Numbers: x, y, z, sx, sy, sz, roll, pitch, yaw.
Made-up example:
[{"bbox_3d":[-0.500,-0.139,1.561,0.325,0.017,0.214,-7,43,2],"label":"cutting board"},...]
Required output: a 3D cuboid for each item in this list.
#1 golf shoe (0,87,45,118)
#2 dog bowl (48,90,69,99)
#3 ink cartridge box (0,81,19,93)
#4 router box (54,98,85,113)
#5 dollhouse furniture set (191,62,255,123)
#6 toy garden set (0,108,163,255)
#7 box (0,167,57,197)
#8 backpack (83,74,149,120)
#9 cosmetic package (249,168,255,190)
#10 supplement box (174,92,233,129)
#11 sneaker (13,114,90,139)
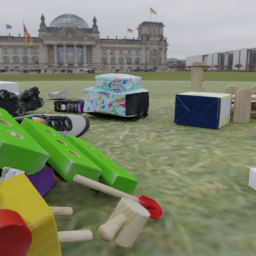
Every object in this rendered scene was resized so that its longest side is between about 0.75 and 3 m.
[{"bbox_3d":[-4.386,-0.758,10.136,1.373,1.129,2.905,-14,4,24],"label":"golf shoe"},{"bbox_3d":[-4.137,-1.999,16.784,1.318,0.386,1.318,-9,11,2],"label":"dog bowl"},{"bbox_3d":[-6.320,-1.378,12.013,2.978,1.237,2.183,11,16,44],"label":"ink cartridge box"},{"bbox_3d":[-2.106,-1.010,12.191,1.357,0.465,1.820,6,13,25],"label":"router box"},{"bbox_3d":[3.833,-1.401,10.308,2.987,1.984,2.618,3,12,13],"label":"dollhouse furniture set"},{"bbox_3d":[-0.832,0.519,2.822,2.344,0.561,2.811,32,3,41],"label":"toy garden set"},{"bbox_3d":[-2.128,0.709,3.581,1.969,0.563,2.878,2,12,7],"label":"box"},{"bbox_3d":[-0.514,-1.127,10.200,2.225,1.675,1.976,-1,10,24],"label":"backpack"},{"bbox_3d":[2.458,0.802,3.808,1.223,0.316,0.922,-1,9,-7],"label":"cosmetic package"},{"bbox_3d":[2.441,-0.624,9.027,1.427,0.958,1.426,10,15,34],"label":"supplement box"},{"bbox_3d":[-1.721,0.003,6.178,1.837,0.679,0.728,-8,-24,-22],"label":"sneaker"}]
